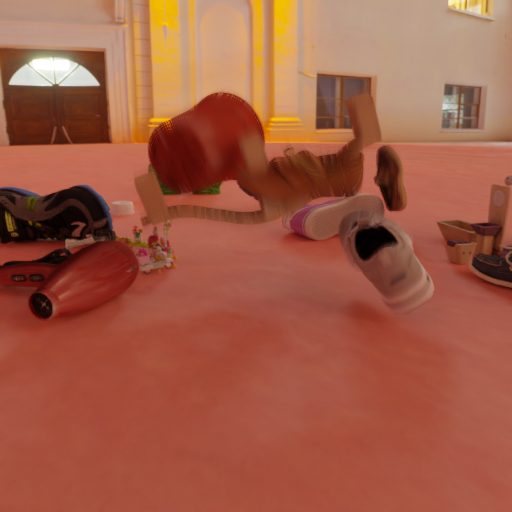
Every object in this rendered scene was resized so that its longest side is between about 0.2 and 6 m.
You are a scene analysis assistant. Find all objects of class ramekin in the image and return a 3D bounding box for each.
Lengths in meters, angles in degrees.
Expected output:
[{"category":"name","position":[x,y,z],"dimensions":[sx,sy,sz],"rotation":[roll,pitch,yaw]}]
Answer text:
[{"category":"ramekin","position":[-3.826,-1.360,15.968],"dimensions":[0.679,0.331,0.679],"rotation":[0,15,0]}]

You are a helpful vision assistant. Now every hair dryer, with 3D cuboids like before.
[{"category":"hair dryer","position":[-3.138,0.411,8.876],"dimensions":[2.559,0.913,3.360],"rotation":[-21,15,-18]}]

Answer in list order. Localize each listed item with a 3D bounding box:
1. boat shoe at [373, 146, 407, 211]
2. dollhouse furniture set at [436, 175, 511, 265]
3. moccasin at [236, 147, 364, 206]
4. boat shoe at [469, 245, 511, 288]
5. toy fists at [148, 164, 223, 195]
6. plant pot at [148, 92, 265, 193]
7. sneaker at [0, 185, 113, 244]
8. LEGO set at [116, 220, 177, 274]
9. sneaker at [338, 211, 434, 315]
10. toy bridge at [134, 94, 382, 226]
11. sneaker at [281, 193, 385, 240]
[{"category":"boat shoe","position":[3.209,-1.888,13.716],"dimensions":[0.597,1.660,0.599],"rotation":[-11,0,-38]},{"category":"dollhouse furniture set","position":[4.377,-0.941,11.780],"dimensions":[1.835,1.643,2.316],"rotation":[-4,15,-15]},{"category":"moccasin","position":[0.745,-1.289,8.630],"dimensions":[2.276,0.879,0.832],"rotation":[-6,35,-25]},{"category":"boat shoe","position":[4.512,0.225,9.134],"dimensions":[0.891,0.736,2.379],"rotation":[-6,16,-22]},{"category":"toy fists","position":[-2.440,-2.812,19.465],"dimensions":[2.647,1.350,0.910],"rotation":[-1,15,-2]},{"category":"plant pot","position":[-1.005,-2.044,10.561],"dimensions":[1.768,1.768,1.719],"rotation":[8,27,27]},{"category":"sneaker","position":[-4.760,-0.758,12.276],"dimensions":[3.787,1.342,1.569],"rotation":[4,29,22]},{"category":"LEGO set","position":[-2.132,-0.336,11.050],"dimensions":[1.047,0.847,2.276],"rotation":[-8,17,-28]},{"category":"sneaker","position":[1.879,-0.252,8.716],"dimensions":[1.029,1.129,2.754],"rotation":[-34,24,4]},{"category":"toy bridge","position":[0.090,-1.408,10.110],"dimensions":[4.580,1.540,0.623],"rotation":[-21,21,-3]},{"category":"sneaker","position":[1.822,-1.053,13.677],"dimensions":[2.639,0.956,1.504],"rotation":[-9,14,-33]}]
